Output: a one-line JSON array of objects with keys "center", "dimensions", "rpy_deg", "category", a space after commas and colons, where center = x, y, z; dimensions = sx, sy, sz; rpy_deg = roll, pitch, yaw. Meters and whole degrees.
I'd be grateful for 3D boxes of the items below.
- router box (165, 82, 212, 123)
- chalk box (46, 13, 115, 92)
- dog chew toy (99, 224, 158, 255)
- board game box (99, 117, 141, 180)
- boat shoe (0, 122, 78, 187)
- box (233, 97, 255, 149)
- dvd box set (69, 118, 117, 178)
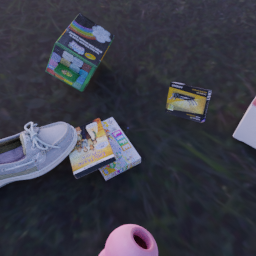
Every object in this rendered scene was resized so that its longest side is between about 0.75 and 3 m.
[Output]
[{"center": [1.527, -0.674, 7.187], "dimensions": [1.055, 0.829, 0.275], "rpy_deg": [18, 19, 32], "category": "router box"}, {"center": [-1.418, -1.961, 7.846], "dimensions": [1.235, 1.226, 1.978], "rpy_deg": [31, 53, -11], "category": "chalk box"}, {"center": [-0.130, 2.379, 4.872], "dimensions": [0.917, 1.472, 0.917], "rpy_deg": [28, 24, -14], "category": "dog chew toy"}, {"center": [-0.463, 0.470, 6.933], "dimensions": [0.967, 0.246, 1.439], "rpy_deg": [-26, 58, -18], "category": "board game box"}, {"center": [-2.558, 0.571, 6.243], "dimensions": [2.908, 0.932, 1.072], "rpy_deg": [-21, 48, -5], "category": "boat shoe"}, {"center": [4.170, -0.452, 6.921], "dimensions": [1.897, 1.325, 2.492], "rpy_deg": [33, 60, 20], "category": "box"}, {"center": [-0.921, 0.429, 6.528], "dimensions": [0.984, 0.198, 1.345], "rpy_deg": [-24, 47, -2], "category": "dvd box set"}]
